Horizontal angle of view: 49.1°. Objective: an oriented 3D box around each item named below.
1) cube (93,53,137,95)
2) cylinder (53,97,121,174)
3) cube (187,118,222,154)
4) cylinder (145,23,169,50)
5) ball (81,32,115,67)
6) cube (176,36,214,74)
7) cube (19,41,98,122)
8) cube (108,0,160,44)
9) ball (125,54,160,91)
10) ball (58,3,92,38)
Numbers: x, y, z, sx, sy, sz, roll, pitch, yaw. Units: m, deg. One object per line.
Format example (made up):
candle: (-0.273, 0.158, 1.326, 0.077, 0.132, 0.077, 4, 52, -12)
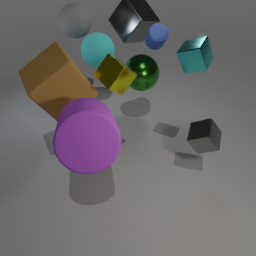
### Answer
cube: (-0.335, -1.402, 7.395, 0.700, 0.700, 0.700, 45, 16, 26)
cylinder: (-0.933, 0.121, 6.382, 1.400, 1.400, 1.400, -5, 19, -8)
cube: (2.242, 0.243, 8.198, 0.700, 0.700, 0.700, -14, 43, 41)
cylinder: (1.018, -3.243, 9.971, 0.700, 0.700, 0.700, -6, -7, -10)
ball: (-1.254, -3.239, 11.651, 1.400, 1.400, 1.400, 0, 33, 0)
cube: (1.881, -2.030, 7.812, 0.700, 0.700, 0.700, 0, 42, 38)
cube: (-1.966, -1.275, 7.921, 1.400, 1.400, 1.400, -38, 48, 2)
cube: (0.271, -4.819, 12.549, 1.400, 1.400, 1.400, -22, 76, -46)
ball: (0.515, -2.131, 10.821, 1.400, 1.400, 1.400, 0, 33, 0)
ball: (-2.238, -4.529, 11.862, 1.400, 1.400, 1.400, 0, 33, 0)
